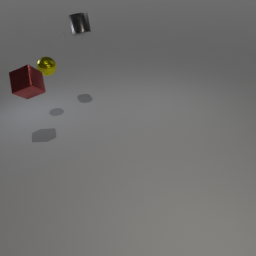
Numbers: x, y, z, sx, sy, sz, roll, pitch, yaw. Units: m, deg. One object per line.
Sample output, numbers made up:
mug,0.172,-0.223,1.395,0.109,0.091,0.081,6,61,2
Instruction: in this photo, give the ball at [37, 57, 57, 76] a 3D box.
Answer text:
ball,-2.967,-2.250,10.224,0.700,0.700,0.700,0,30,0

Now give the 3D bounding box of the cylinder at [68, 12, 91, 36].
cylinder,-1.757,-3.798,10.249,0.700,0.700,0.700,-10,17,3

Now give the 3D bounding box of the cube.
cube,-2.994,-1.355,8.349,0.700,0.700,0.700,-18,-14,15
